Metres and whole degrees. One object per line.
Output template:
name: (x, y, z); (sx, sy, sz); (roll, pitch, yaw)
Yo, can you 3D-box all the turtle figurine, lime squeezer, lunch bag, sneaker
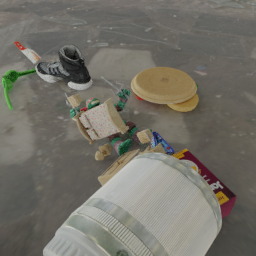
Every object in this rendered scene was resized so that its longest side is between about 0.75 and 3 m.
turtle figurine: (-0.622, -0.393, 8.466); (1.943, 1.307, 2.595); (-37, 66, -19)
lime squeezer: (-4.342, -1.674, 10.742); (1.059, 0.565, 2.998); (28, 36, -15)
lunch bag: (0.849, 0.616, 7.663); (0.459, 0.735, 0.976); (-11, 41, -13)
sneaker: (-2.555, -2.507, 10.814); (2.644, 1.505, 0.998); (21, 44, 23)

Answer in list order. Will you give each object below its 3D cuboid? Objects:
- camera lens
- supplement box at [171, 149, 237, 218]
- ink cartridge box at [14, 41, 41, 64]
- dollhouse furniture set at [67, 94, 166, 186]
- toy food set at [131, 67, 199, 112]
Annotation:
camera lens: (0.201, 1.900, 4.982); (2.157, 2.157, 2.697); (28, 47, 29)
supplement box: (1.529, 1.419, 6.676); (0.969, 0.752, 1.756); (-20, 44, -23)
ink cartridge box: (-4.011, -3.104, 11.254); (0.268, 1.068, 0.866); (-38, 22, 6)
dollhouse furniture set: (-0.581, 0.140, 6.893); (2.018, 2.366, 1.155); (-19, 17, 44)
toy food set: (1.355, -1.525, 10.346); (2.480, 0.603, 2.455); (4, 40, 5)
